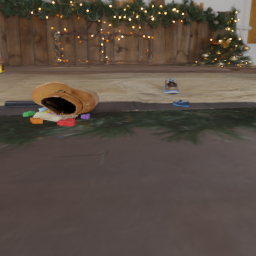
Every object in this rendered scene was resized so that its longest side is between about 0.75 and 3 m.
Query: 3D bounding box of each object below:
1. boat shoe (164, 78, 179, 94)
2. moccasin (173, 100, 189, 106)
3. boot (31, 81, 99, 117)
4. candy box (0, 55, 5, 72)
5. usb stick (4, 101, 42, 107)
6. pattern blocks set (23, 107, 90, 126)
[{"bbox_3d":[2.409,-2.456,15.966,0.810,0.812,2.244,-1,16,-2],"label":"boat shoe"},{"bbox_3d":[2.328,-1.115,12.215,0.770,0.262,0.310,10,18,31],"label":"moccasin"},{"bbox_3d":[-2.552,-0.935,9.816,2.759,1.058,2.142,12,17,10],"label":"boot"},{"bbox_3d":[-3.705,-1.930,7.944,0.182,0.704,1.378,-18,18,-16],"label":"candy box"},{"bbox_3d":[-4.385,-1.038,11.952,1.646,0.268,0.457,-3,10,-8],"label":"usb stick"},{"bbox_3d":[-2.562,-0.488,10.108,2.445,0.198,2.149,6,16,20],"label":"pattern blocks set"}]
